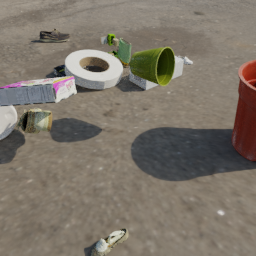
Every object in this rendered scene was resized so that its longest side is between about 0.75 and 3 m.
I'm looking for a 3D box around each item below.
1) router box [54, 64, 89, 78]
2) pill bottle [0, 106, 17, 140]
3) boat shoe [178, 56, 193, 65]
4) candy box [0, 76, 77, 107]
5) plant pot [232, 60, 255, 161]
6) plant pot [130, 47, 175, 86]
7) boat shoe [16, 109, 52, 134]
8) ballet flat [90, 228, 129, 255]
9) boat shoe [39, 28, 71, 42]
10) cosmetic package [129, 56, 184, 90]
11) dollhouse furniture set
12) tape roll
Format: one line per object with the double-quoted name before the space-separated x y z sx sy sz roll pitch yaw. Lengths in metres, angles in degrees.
"router box" -2.773 -2.805 13.744 1.386 0.362 1.090 -25 44 -28
"pill bottle" -5.443 -0.818 10.137 1.645 1.645 2.916 -31 47 -34
"boat shoe" 3.020 -3.605 14.821 0.890 0.308 0.315 24 44 28
"candy box" -2.452 -1.010 7.624 1.734 0.529 1.182 -2 18 16
"plant pot" 4.567 -0.400 8.826 2.690 2.617 2.690 0 37 0
"plant pot" 0.733 -2.056 9.147 1.179 1.224 1.224 16 40 34
"boat shoe" -3.143 -0.261 9.047 0.741 0.866 2.364 5 -6 -34
"ballet flat" -0.446 2.693 6.652 1.068 0.402 0.362 -25 44 -28
"boat shoe" -4.498 -5.675 17.164 1.891 0.693 0.704 -6 38 -8
"cosmetic package" 1.354 -2.730 13.242 2.398 0.855 1.216 -26 45 -29
"dollhouse furniture set" -0.722 -3.973 14.505 0.975 1.272 1.942 -19 41 -25
"tape roll" -1.601 -2.813 13.252 2.758 0.504 2.758 8 43 -7
